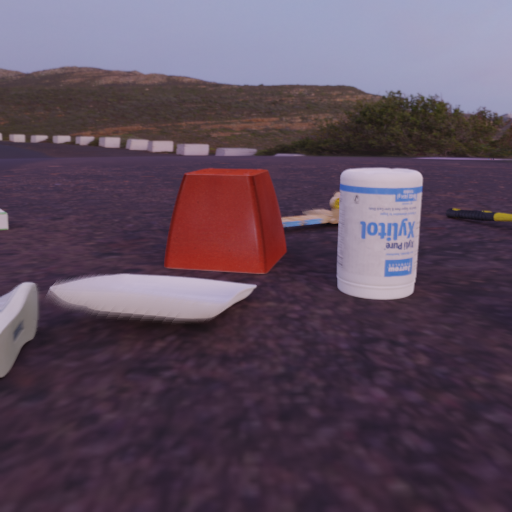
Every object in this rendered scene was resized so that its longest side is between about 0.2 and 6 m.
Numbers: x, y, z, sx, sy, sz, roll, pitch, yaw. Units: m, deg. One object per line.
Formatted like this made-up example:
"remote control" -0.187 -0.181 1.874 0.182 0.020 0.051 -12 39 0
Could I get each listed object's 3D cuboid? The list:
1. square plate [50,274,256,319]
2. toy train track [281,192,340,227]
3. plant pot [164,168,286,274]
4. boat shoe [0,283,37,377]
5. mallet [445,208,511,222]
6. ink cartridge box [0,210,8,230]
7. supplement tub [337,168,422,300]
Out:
"square plate" -1.114 0.469 6.781 1.956 0.281 1.974 5 3 9
"toy train track" 1.332 -1.060 12.916 3.763 0.612 2.158 -8 16 -35
"plant pot" -0.479 -0.695 9.703 1.769 1.560 1.770 3 13 14
"boat shoe" -2.671 0.693 5.683 0.625 0.612 1.756 2 15 -8
"mallet" 5.571 -0.869 12.944 1.083 0.677 3.289 -12 12 -31
"ink cartridge box" -6.173 -0.834 12.908 0.689 0.415 0.948 -8 16 -33
"supplement tub" 1.704 -0.345 7.826 1.118 1.695 1.118 -1 12 0
